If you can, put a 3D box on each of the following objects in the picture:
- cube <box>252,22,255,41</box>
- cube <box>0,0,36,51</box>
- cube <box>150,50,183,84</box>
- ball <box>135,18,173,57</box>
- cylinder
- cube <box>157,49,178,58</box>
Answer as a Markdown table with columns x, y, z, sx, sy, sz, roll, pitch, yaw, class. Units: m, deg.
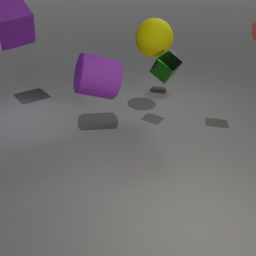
| x | y | z | sx | sy | sz | roll | pitch | yaw | class |
| --- | --- | --- | --- | --- | --- | --- | --- | --- | --- |
| 4.102 | -2.808 | 8.079 | 0.700 | 0.700 | 0.700 | 32 | 51 | -18 | cube |
| -4.597 | -4.141 | 10.923 | 1.400 | 1.400 | 1.400 | -27 | 69 | -27 | cube |
| 1.309 | -2.113 | 9.680 | 0.700 | 0.700 | 0.700 | 42 | 57 | 5 | cube |
| 0.975 | -3.355 | 10.455 | 1.400 | 1.400 | 1.400 | 0 | 28 | 0 | ball |
| -1.069 | -1.798 | 9.788 | 1.400 | 1.400 | 1.400 | 8 | 24 | -22 | cylinder |
| 1.828 | -3.355 | 13.400 | 0.700 | 0.700 | 0.700 | 27 | -10 | -8 | cube |
